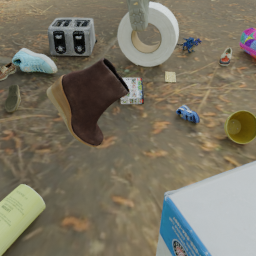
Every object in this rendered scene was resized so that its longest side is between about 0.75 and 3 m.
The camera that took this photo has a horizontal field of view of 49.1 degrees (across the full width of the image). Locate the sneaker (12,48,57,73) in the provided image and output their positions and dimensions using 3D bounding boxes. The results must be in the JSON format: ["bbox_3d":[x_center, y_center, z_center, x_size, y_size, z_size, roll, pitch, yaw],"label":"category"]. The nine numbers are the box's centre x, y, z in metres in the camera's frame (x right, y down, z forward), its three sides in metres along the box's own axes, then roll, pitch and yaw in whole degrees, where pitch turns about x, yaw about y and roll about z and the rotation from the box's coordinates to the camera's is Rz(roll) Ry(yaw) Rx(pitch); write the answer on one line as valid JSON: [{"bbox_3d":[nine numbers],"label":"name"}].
[{"bbox_3d":[-3.733,-2.457,11.091,2.146,0.793,0.879,23,62,30],"label":"sneaker"}]

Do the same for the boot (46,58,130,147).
[{"bbox_3d":[-0.447,-0.300,4.165,1.101,1.323,0.479,-19,36,25],"label":"boot"}]

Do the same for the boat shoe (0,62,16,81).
[{"bbox_3d":[-4.852,-2.207,10.893,0.441,0.418,1.165,12,39,15],"label":"boat shoe"}]

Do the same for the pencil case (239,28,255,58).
[{"bbox_3d":[5.820,-3.371,11.886,1.152,1.152,2.606,-9,37,-12],"label":"pencil case"}]

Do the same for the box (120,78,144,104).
[{"bbox_3d":[0.142,-1.334,9.888,0.795,0.251,1.445,0,37,0],"label":"box"}]

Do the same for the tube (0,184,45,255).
[{"bbox_3d":[-2.710,2.210,4.954,0.818,0.732,2.820,-18,22,49],"label":"tube"}]

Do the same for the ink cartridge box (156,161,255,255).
[{"bbox_3d":[1.635,2.106,3.291,2.023,2.798,2.060,-15,40,-20],"label":"ink cartridge box"}]

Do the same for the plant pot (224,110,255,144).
[{"bbox_3d":[3.049,-0.027,7.785,0.897,0.897,0.637,-2,1,-2],"label":"plant pot"}]

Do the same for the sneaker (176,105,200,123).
[{"bbox_3d":[1.841,-0.380,8.608,0.369,0.332,0.897,-23,37,-21],"label":"sneaker"}]

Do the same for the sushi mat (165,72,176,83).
[{"bbox_3d":[1.647,-1.982,10.907,0.410,0.052,0.857,4,37,4],"label":"sushi mat"}]

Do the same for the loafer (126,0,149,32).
[{"bbox_3d":[0.256,-3.949,8.236,0.735,2.103,0.734,2,38,9],"label":"loafer"}]

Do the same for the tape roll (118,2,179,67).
[{"bbox_3d":[0.807,-3.722,11.275,2.397,2.397,0.838,10,39,12],"label":"tape roll"}]

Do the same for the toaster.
[{"bbox_3d":[-2.470,-4.194,12.819,1.889,1.240,2.089,2,37,1],"label":"toaster"}]

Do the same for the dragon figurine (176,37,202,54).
[{"bbox_3d":[2.781,-3.914,12.859,0.440,0.744,1.496,-19,41,-23],"label":"dragon figurine"}]

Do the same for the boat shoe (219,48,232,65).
[{"bbox_3d":[4.230,-3.057,12.037,0.443,0.389,1.244,18,42,20],"label":"boat shoe"}]

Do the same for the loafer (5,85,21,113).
[{"bbox_3d":[-3.758,-0.928,9.273,0.445,0.395,1.171,-6,54,0],"label":"loafer"}]
